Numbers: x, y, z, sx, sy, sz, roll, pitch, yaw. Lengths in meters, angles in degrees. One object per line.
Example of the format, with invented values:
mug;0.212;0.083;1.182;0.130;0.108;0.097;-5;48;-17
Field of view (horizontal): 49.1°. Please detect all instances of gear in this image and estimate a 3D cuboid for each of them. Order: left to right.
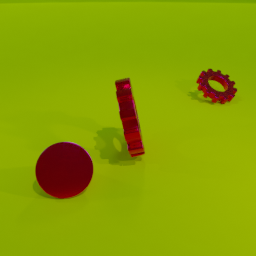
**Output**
gear;0.065;-0.273;7.194;0.367;1.986;1.986;-12;27;4
gear;3.483;-1.661;11.017;1.578;0.292;1.578;7;55;-10

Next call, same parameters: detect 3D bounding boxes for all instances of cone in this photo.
cone;-1.448;0.880;6.505;1.209;1.209;1.214;-6;2;-11
